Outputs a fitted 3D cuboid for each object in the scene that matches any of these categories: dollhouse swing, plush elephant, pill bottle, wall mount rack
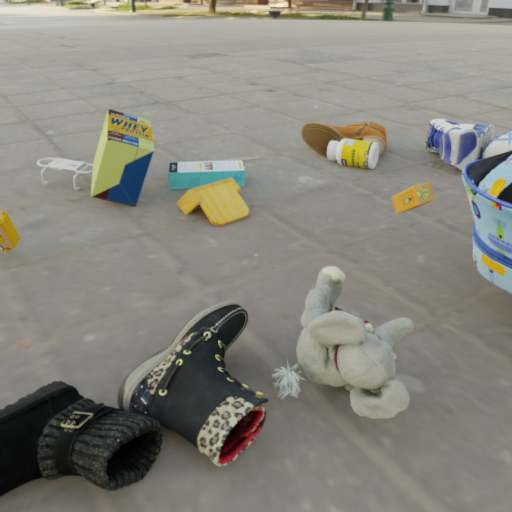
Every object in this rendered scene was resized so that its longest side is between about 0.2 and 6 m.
[{"bbox_3d":[-0.818,-0.945,11.178,1.040,0.915,0.945,-22,-6,-34],"label":"dollhouse swing"},{"bbox_3d":[1.100,1.005,6.185,1.691,1.393,1.309,-41,21,-34],"label":"plush elephant"},{"bbox_3d":[2.336,-2.491,13.566,1.151,0.640,0.640,13,31,25],"label":"pill bottle"},{"bbox_3d":[-4.148,-1.923,12.661,1.398,0.521,1.215,11,33,11],"label":"wall mount rack"}]

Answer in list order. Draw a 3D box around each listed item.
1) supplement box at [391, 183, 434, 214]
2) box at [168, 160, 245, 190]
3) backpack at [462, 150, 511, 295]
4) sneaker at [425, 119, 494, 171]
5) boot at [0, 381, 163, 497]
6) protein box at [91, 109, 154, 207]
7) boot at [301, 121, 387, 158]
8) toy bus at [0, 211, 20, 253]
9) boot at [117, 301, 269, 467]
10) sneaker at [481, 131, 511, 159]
[{"bbox_3d":[2.369,-0.864,8.509,0.308,0.298,0.895,-15,-2,-6],"label":"supplement box"},{"bbox_3d":[-1.114,-1.817,12.545,1.679,0.413,0.691,-3,28,-5],"label":"box"},{"bbox_3d":[4.640,-0.253,7.301,3.881,2.611,3.543,-17,33,-30],"label":"backpack"},{"bbox_3d":[4.795,-2.794,13.908,1.473,1.030,2.551,16,25,34],"label":"sneaker"},{"bbox_3d":[-1.945,1.940,5.243,1.425,0.717,1.906,16,32,27],"label":"boot"},{"bbox_3d":[-2.744,-2.003,11.450,0.927,1.364,1.374,12,33,-22],"label":"protein box"},{"bbox_3d":[2.351,-3.195,14.553,2.147,0.823,1.667,13,36,13],"label":"boot"},{"bbox_3d":[-4.187,-0.392,9.281,0.343,0.876,0.285,6,57,2],"label":"toy bus"},{"bbox_3d":[-0.375,1.367,6.315,1.481,0.708,1.960,20,42,34],"label":"boot"},{"bbox_3d":[6.632,-2.512,13.440,2.365,0.850,0.857,-5,35,-4],"label":"sneaker"}]
